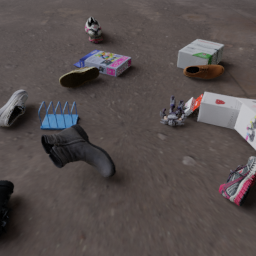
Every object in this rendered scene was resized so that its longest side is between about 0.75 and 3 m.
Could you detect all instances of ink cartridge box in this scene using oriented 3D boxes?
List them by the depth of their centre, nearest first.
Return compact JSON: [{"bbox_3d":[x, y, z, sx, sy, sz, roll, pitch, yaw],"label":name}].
[{"bbox_3d":[4.050,0.023,7.799,1.469,0.865,2.551,7,24,-7],"label":"ink cartridge box"},{"bbox_3d":[2.175,-0.795,9.442,0.177,0.705,0.812,37,40,-6],"label":"ink cartridge box"},{"bbox_3d":[-1.155,-2.966,12.535,2.301,0.483,1.373,16,39,23],"label":"ink cartridge box"},{"bbox_3d":[3.288,-3.241,12.583,1.409,0.798,1.922,24,43,28],"label":"ink cartridge box"}]

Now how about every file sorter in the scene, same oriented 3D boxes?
[{"bbox_3d":[-2.212,-0.427,8.953,1.086,0.666,0.753,1,38,0],"label":"file sorter"}]

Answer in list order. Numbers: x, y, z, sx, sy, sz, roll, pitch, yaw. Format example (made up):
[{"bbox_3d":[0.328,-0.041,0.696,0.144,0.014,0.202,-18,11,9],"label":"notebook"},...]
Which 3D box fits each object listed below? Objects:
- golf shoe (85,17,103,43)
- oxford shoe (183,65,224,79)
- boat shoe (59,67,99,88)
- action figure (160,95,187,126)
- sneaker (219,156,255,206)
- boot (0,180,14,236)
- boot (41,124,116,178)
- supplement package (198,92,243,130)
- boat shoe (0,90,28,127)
[{"bbox_3d":[-1.886,-5.637,15.527,0.896,1.137,2.469,-10,37,-12],"label":"golf shoe"},{"bbox_3d":[3.095,-2.308,11.396,1.625,0.580,0.579,-2,0,9],"label":"oxford shoe"},{"bbox_3d":[-1.995,-2.057,11.256,1.703,0.630,0.565,-20,28,-27],"label":"boat shoe"},{"bbox_3d":[1.511,-0.504,9.249,0.864,0.461,1.328,14,42,8],"label":"action figure"},{"bbox_3d":[2.799,1.166,6.860,0.587,0.634,1.572,24,43,31],"label":"sneaker"},{"bbox_3d":[-3.324,1.800,6.100,1.599,0.592,1.310,-3,41,-4],"label":"boot"},{"bbox_3d":[-1.257,0.747,6.945,1.813,0.633,1.193,41,37,17],"label":"boot"},{"bbox_3d":[2.997,-0.575,9.066,1.271,0.761,0.771,13,39,17],"label":"supplement package"},{"bbox_3d":[-3.728,-0.666,9.334,0.568,0.622,1.728,14,39,8],"label":"boat shoe"}]
